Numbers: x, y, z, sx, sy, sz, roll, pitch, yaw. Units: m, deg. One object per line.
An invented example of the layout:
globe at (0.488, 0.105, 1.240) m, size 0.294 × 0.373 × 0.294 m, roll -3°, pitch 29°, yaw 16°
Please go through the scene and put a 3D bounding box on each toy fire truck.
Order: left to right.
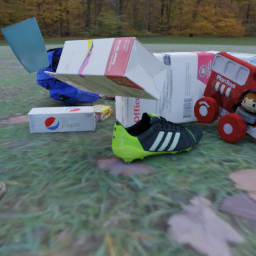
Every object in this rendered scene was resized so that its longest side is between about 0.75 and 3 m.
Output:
toy fire truck at (3.068, -0.837, 7.799) m, size 1.327 × 1.987 × 2.367 m, roll -12°, pitch 39°, yaw -31°

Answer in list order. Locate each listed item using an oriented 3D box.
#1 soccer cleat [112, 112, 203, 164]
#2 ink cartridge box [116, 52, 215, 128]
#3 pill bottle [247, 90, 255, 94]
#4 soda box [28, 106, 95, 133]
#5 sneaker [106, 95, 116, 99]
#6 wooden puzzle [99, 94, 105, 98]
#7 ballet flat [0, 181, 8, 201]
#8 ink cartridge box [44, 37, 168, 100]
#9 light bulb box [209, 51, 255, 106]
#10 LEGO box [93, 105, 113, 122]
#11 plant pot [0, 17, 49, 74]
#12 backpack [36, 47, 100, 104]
soccer cleat at (0.832, 0.116, 6.863) m, size 2.604 × 1.056 × 0.879 m, roll -11°, pitch 23°, yaw -27°
ink cartridge box at (1.132, -1.275, 8.981) m, size 2.993 × 2.166 × 1.262 m, roll -7°, pitch 19°, yaw -19°
pill bottle at (4.463, -0.779, 8.066) m, size 2.179 × 1.304 × 1.304 m, roll 44°, pitch 39°, yaw 20°
soda box at (-1.974, -0.271, 8.558) m, size 1.925 × 0.613 × 0.656 m, roll -1°, pitch 20°, yaw -5°
sneaker at (-0.405, -1.510, 11.828) m, size 1.318 × 0.541 × 0.513 m, roll 3°, pitch 20°, yaw 28°
wooden puzzle at (-1.541, -1.609, 12.765) m, size 1.196 × 0.207 × 1.773 m, roll 5°, pitch 20°, yaw 12°
ballet flat at (-2.950, 1.071, 4.111) m, size 2.493 × 0.578 × 0.840 m, roll -12°, pitch 20°, yaw 15°
ink cartridge box at (-0.602, -1.427, 6.874) m, size 2.679 × 0.904 × 1.561 m, roll 10°, pitch -8°, yaw 36°
light bulb box at (3.568, -1.668, 10.228) m, size 2.053 × 2.071 × 1.293 m, roll 20°, pitch 28°, yaw 41°
LEGO box at (-1.006, -0.525, 9.644) m, size 0.638 × 0.330 × 0.856 m, roll 9°, pitch 22°, yaw 23°
plant pot at (-3.179, -2.592, 8.968) m, size 1.064 × 1.505 × 1.063 m, roll -27°, pitch 25°, yaw -13°
backpack at (-2.336, -2.037, 10.888) m, size 2.541 × 2.132 × 2.065 m, roll 6°, pitch -6°, yaw 32°
